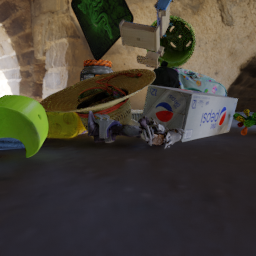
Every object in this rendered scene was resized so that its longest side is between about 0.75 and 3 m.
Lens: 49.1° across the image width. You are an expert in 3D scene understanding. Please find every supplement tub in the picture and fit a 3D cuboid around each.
[{"bbox_3d":[-1.528,-1.874,14.019,1.762,2.876,1.762,1,3,0],"label":"supplement tub"}]

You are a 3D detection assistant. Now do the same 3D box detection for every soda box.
[{"bbox_3d":[1.336,-0.320,5.628,0.883,0.821,2.587,18,13,34],"label":"soda box"}]

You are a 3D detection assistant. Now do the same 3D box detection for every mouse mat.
[{"bbox_3d":[-0.859,-3.471,8.306,0.090,2.380,1.915,-9,-21,-46],"label":"mouse mat"}]

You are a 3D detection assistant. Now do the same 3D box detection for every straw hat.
[{"bbox_3d":[-0.397,-0.319,5.121,2.223,0.941,2.223,-12,23,5],"label":"straw hat"}]

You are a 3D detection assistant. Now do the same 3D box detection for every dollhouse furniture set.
[{"bbox_3d":[0.546,-2.586,7.232,0.933,1.430,1.350,17,-28,17],"label":"dollhouse furniture set"}]

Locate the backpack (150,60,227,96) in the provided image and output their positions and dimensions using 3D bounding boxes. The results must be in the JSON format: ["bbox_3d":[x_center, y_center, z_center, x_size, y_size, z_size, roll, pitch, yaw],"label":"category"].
[{"bbox_3d":[2.037,-0.989,9.667,2.612,2.180,1.654,1,23,-28],"label":"backpack"}]

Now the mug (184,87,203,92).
[{"bbox_3d":[1.828,-0.458,8.190,1.032,1.256,0.777,-11,-26,-4],"label":"mug"}]

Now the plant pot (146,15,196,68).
[{"bbox_3d":[1.672,-3.126,9.853,1.707,1.707,1.569,2,26,25],"label":"plant pot"}]

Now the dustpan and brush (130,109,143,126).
[{"bbox_3d":[0.032,-0.288,6.540,2.541,0.727,1.774,4,4,38],"label":"dustpan and brush"}]

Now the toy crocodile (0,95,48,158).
[{"bbox_3d":[-2.261,-0.030,2.946,2.721,0.840,0.919,-6,23,-13],"label":"toy crocodile"}]

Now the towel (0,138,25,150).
[{"bbox_3d":[-2.039,0.011,4.434,1.067,0.464,1.912,-2,4,-32],"label":"towel"}]

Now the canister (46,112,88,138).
[{"bbox_3d":[-1.245,-0.109,5.793,0.919,0.536,1.238,1,3,11],"label":"canister"}]

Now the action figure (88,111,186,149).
[{"bbox_3d":[0.138,0.036,4.145,1.411,0.490,0.918,4,-1,8],"label":"action figure"}]

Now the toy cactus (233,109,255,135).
[{"bbox_3d":[2.862,-0.057,5.863,1.223,0.625,1.009,0,-16,43],"label":"toy cactus"}]
